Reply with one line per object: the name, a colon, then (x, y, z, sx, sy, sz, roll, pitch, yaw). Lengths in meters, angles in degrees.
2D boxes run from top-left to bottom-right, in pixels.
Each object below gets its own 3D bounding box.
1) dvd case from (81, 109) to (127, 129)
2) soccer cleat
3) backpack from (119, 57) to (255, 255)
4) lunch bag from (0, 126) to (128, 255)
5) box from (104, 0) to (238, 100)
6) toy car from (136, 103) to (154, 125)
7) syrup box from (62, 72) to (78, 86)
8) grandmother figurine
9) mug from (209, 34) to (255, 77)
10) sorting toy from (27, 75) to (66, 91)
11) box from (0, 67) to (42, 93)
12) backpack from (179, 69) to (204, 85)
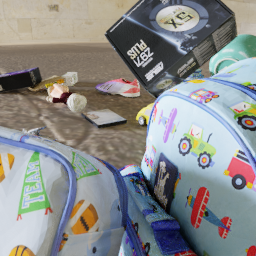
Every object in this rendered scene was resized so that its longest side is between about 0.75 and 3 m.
dvd case: (-0.758, -0.311, 8.610, 0.959, 0.118, 1.344, -11, 24, -27)
soccer cleat: (-0.439, -1.727, 11.483, 2.006, 0.734, 0.684, 11, 23, 26)
backpack: (0.780, 0.725, 2.425, 1.703, 2.532, 2.311, -6, 22, -16)
lunch bag: (-1.017, 1.024, 2.158, 1.779, 2.220, 0.839, 11, -7, 30)
box: (0.669, -1.533, 4.633, 1.365, 1.667, 0.718, 57, 14, 23)
toy car: (1.375, -0.029, 7.069, 2.994, 0.668, 2.817, 7, 21, 18)
syrup box: (-2.820, -2.391, 13.613, 0.491, 0.474, 1.205, 1, 21, 2)
grandmother figurine: (-2.167, -1.103, 9.962, 1.406, 0.702, 2.319, -20, 26, -29)
mug: (4.697, -2.494, 11.441, 2.673, 2.196, 1.653, 21, 43, 36)
sorting toy: (-3.461, -1.864, 12.031, 1.537, 0.276, 2.064, -25, 24, -21)
box: (-4.797, -2.094, 12.169, 1.733, 0.683, 1.223, -10, 18, 4)
backpack: (2.598, -2.050, 12.044, 1.195, 0.959, 1.306, 6, 25, 24)
